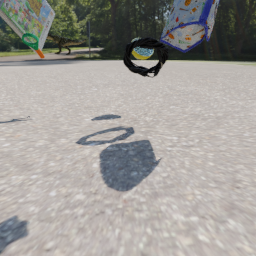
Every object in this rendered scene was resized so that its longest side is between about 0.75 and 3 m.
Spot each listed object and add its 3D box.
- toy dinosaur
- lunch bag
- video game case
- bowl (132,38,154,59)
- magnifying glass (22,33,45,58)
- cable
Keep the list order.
[{"bbox_3d":[-2.520,-3.259,10.987,1.740,0.767,0.413,3,21,-25],"label":"toy dinosaur"},{"bbox_3d":[1.917,-3.249,8.024,1.158,1.590,1.870,19,-8,-13],"label":"lunch bag"},{"bbox_3d":[-3.343,-3.917,9.472,0.230,1.899,2.086,3,-23,22],"label":"video game case"},{"bbox_3d":[0.496,-3.095,11.312,0.968,0.968,0.521,-9,-25,-27],"label":"bowl"},{"bbox_3d":[-2.921,-2.569,8.810,0.484,0.136,1.216,-2,-20,6],"label":"magnifying glass"},{"bbox_3d":[0.592,-2.303,9.083,1.597,1.303,0.406,22,36,-35],"label":"cable"}]
